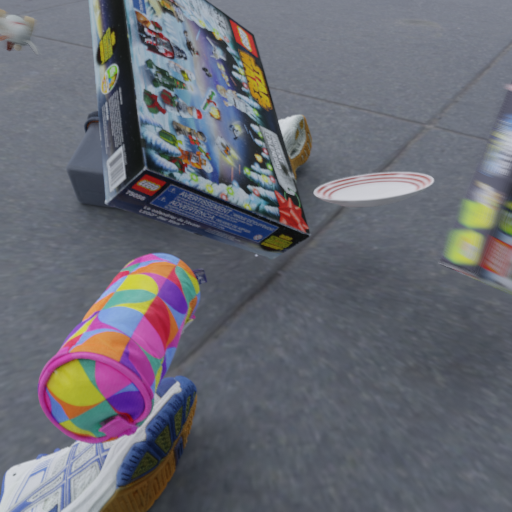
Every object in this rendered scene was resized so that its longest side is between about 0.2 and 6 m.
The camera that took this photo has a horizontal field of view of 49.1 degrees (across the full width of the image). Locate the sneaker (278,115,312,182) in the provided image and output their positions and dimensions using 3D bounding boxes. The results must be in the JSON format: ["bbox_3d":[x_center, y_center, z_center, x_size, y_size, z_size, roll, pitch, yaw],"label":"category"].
[{"bbox_3d":[0.138,-1.938,12.131,1.434,1.237,3.271,-3,32,26],"label":"sneaker"}]

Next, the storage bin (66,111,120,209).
[{"bbox_3d":[-2.640,-1.926,11.591,2.442,1.777,1.640,8,48,11],"label":"storage bin"}]

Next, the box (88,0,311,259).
[{"bbox_3d":[-0.937,-2.427,8.782,3.162,0.921,4.619,18,50,-45],"label":"box"}]

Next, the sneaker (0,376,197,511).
[{"bbox_3d":[-1.933,2.400,6.054,1.474,1.259,3.344,18,40,21],"label":"sneaker"}]

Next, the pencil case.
[{"bbox_3d":[-1.178,0.781,5.519,1.047,1.047,2.370,5,22,7],"label":"pencil case"}]

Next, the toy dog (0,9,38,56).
[{"bbox_3d":[-3.818,-3.418,8.777,0.839,0.613,1.273,15,25,-13],"label":"toy dog"}]

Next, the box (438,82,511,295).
[{"bbox_3d":[3.641,-1.126,6.865,1.822,3.310,0.575,20,3,-29],"label":"box"}]

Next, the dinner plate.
[{"bbox_3d":[1.794,-1.006,8.620,1.803,0.218,1.803,-8,19,3],"label":"dinner plate"}]
